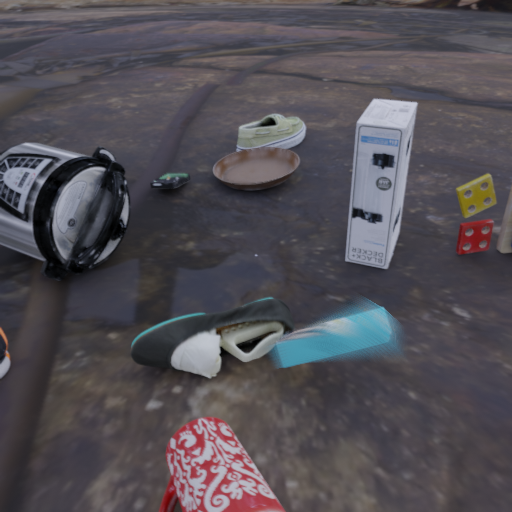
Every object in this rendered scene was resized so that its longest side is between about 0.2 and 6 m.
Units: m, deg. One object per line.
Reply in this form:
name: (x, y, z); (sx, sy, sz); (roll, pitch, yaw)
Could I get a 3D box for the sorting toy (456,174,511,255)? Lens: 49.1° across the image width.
sorting toy: (5.760, -0.864, 10.830); (3.975, 1.916, 0.672); (-5, 31, -9)

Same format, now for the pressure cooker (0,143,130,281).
pressure cooker: (-3.628, -0.930, 10.652); (2.529, 2.225, 2.260); (18, 34, 26)

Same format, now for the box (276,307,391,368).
box: (1.100, 1.151, 7.920); (1.527, 0.375, 0.628); (-18, 1, 18)

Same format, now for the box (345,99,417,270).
box: (2.399, -1.380, 10.802); (0.856, 2.848, 1.661); (10, 34, 18)

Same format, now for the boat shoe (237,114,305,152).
boat shoe: (0.540, -3.654, 16.460); (1.093, 0.942, 3.036); (19, 36, 28)

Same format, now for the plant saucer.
plant saucer: (0.014, -2.228, 14.464); (2.234, 0.358, 2.234); (-6, 34, 4)

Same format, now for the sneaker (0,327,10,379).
sneaker: (-4.581, 1.479, 7.301); (1.043, 1.506, 2.688); (15, 34, 23)

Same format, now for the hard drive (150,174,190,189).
hard drive: (-2.138, -1.871, 14.012); (0.671, 0.182, 0.961); (2, 21, 16)

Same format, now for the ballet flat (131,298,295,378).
ballet flat: (-0.526, 1.249, 8.366); (2.586, 0.879, 0.884); (-16, 42, -23)

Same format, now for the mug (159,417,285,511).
mug: (-0.521, 2.582, 5.989); (1.363, 1.025, 1.536); (-11, 29, -21)
